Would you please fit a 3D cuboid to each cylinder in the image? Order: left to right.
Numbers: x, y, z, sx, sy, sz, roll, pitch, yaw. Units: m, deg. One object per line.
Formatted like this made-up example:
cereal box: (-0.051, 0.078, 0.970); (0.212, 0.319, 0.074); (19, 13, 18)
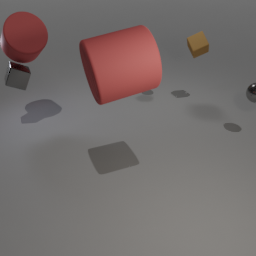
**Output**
cylinder: (-3.625, -3.094, 9.730); (1.400, 1.400, 1.400); (-17, 7, -27)
cylinder: (-0.182, -1.358, 6.076); (1.400, 1.400, 1.400); (-18, 33, -11)

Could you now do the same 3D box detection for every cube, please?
cube: (-3.955, -1.865, 10.024); (0.700, 0.700, 0.700); (12, 24, -32)
cube: (2.969, -3.527, 11.890); (0.700, 0.700, 0.700); (-23, -16, 9)

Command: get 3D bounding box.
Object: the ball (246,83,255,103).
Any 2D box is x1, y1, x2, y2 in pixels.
ball: (4.425, -1.208, 9.612); (0.700, 0.700, 0.700); (0, 29, 0)
